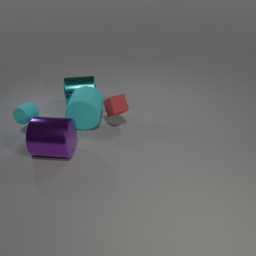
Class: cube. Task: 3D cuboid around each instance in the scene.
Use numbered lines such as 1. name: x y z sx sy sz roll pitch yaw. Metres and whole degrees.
1. cube: -0.490 -0.913 11.396 0.700 0.700 0.700 -17 -1 -28

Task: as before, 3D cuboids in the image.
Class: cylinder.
1. cylinder: -2.663 0.315 9.913 1.400 1.400 1.400 3 32 4
2. cylinder: -2.220 -1.693 13.100 1.400 1.400 1.400 -5 33 -8
3. cylinder: -1.798 -0.858 11.738 1.400 1.400 1.400 1 33 1
4. cylinder: -3.939 -0.577 10.831 0.700 0.700 0.700 12 27 19
